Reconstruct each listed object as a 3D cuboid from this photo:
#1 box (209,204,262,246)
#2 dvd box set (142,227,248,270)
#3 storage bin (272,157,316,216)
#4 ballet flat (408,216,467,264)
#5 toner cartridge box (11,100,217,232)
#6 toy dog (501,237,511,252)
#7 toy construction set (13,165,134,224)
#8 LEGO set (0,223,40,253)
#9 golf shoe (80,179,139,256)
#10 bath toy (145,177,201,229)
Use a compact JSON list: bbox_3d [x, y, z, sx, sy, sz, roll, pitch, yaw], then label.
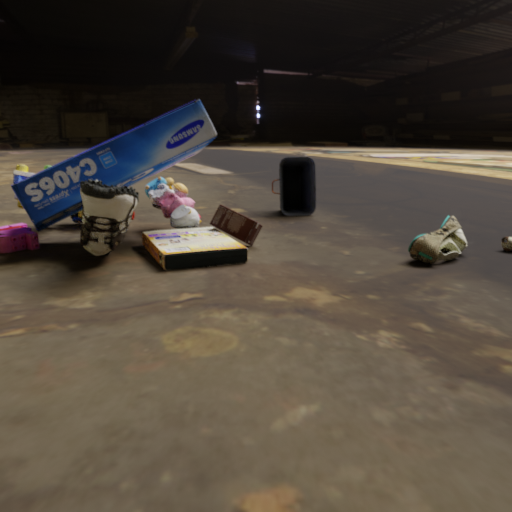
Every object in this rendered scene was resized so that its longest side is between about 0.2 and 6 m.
[{"bbox_3d":[-0.451,-0.690,12.488,1.069,0.535,0.401,28,0,30],"label":"box"},{"bbox_3d":[-1.340,-0.197,11.667,1.689,0.339,2.308,-6,15,-21],"label":"dvd box set"},{"bbox_3d":[1.036,-2.002,16.506,1.221,1.678,1.127,-2,3,-8],"label":"storage bin"},{"bbox_3d":[3.860,-0.248,11.495,0.787,0.709,2.091,34,35,25],"label":"ballet flat"},{"bbox_3d":[-3.097,-1.958,12.396,4.275,0.923,2.031,-30,9,-17],"label":"toner cartridge box"},{"bbox_3d":[5.517,-0.285,11.950,0.566,0.395,0.549,-5,2,-15],"label":"toy dog"},{"bbox_3d":[-4.349,-1.403,14.050,3.051,1.405,2.000,15,-15,7],"label":"toy construction set"},{"bbox_3d":[-6.117,-0.623,10.764,1.768,1.643,4.307,11,19,38],"label":"LEGO set"},{"bbox_3d":[-2.805,-0.641,10.571,1.047,1.272,2.692,10,-9,-7],"label":"golf shoe"},{"bbox_3d":[-1.938,-1.194,13.750,0.961,0.817,2.210,-32,42,-9],"label":"bath toy"}]
